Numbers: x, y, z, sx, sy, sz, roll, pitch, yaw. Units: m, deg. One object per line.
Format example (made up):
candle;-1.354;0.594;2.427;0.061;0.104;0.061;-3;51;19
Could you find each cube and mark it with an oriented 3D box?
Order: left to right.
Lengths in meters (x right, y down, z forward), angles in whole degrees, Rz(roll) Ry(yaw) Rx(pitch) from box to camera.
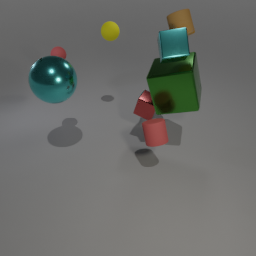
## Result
cube;0.699;-0.805;9.984;0.700;0.700;0.700;26;41;7
cube;1.174;-2.135;7.317;0.700;0.700;0.700;-8;3;3
cube;1.533;-1.422;8.989;1.400;1.400;1.400;-5;36;21

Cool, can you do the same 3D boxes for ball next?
ball;-2.211;-1.424;8.297;1.400;1.400;1.400;0;32;0
ball;-3.166;-3.347;12.746;0.700;0.700;0.700;0;32;0
ball;-0.669;-3.633;10.525;0.700;0.700;0.700;0;32;0

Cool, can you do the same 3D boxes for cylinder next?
cylinder;0.823;0.129;8.471;0.700;0.700;0.700;-11;12;3
cylinder;1.576;-3.090;8.374;0.700;0.700;0.700;-16;9;3
